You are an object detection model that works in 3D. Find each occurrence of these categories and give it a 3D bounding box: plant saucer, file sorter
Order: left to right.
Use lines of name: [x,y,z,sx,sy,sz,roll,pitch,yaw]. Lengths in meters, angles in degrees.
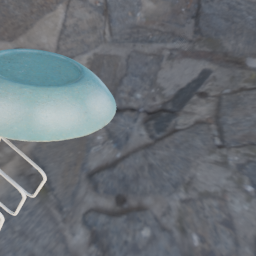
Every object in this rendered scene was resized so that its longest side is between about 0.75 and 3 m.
file sorter: [-2.304,1.119,4.117,1.128,1.257,1.812,42,48,-1]
plant saucer: [-1.460,-0.768,4.513,2.691,0.518,2.691,11,32,-7]
